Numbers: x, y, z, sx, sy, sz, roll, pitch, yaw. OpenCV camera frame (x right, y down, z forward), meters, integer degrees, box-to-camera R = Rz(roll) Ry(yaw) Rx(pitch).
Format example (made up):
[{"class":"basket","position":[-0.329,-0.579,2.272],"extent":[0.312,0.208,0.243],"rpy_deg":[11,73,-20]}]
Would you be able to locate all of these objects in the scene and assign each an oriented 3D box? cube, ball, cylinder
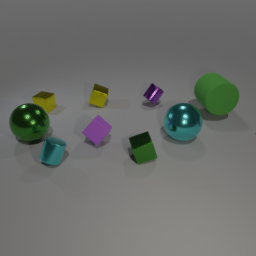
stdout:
[{"class":"cube","position":[-3.679,-1.138,12.337],"extent":[0.700,0.700,0.700],"rpy_deg":[12,34,19]},{"class":"ball","position":[-3.568,-0.206,10.182],"extent":[1.400,1.400,1.400],"rpy_deg":[0,32,0]},{"class":"cylinder","position":[1.140,-1.539,12.567],"extent":[0.700,0.700,0.700],"rpy_deg":[36,7,-5]},{"class":"cylinder","position":[-2.431,0.735,9.076],"extent":[0.700,0.700,0.700],"rpy_deg":[20,12,-4]},{"class":"cube","position":[-1.084,0.063,9.976],"extent":[0.700,0.700,0.700],"rpy_deg":[41,14,-5]},{"class":"cube","position":[-1.323,-1.467,12.653],"extent":[0.700,0.700,0.700],"rpy_deg":[19,32,-12]},{"class":"cylinder","position":[3.629,-1.424,11.593],"extent":[1.400,1.400,1.400],"rpy_deg":[-4,28,-6]},{"class":"ball","position":[1.995,-0.218,10.171],"extent":[1.400,1.400,1.400],"rpy_deg":[0,32,0]},{"class":"cube","position":[0.496,0.659,9.291],"extent":[0.700,0.700,0.700],"rpy_deg":[-19,33,1]}]
